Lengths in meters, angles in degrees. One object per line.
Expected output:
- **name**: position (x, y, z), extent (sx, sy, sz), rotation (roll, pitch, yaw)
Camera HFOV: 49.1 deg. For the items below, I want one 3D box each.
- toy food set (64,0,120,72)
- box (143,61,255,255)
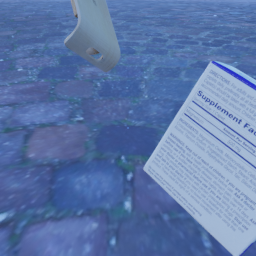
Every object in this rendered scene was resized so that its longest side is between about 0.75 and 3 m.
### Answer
- **toy food set**: position (-1.198, -2.955, 6.967), extent (0.845, 2.798, 2.008), rotation (-21, -15, 19)
- **box**: position (1.163, 0.283, 3.073), extent (1.385, 1.506, 0.790), rotation (42, 28, 26)
